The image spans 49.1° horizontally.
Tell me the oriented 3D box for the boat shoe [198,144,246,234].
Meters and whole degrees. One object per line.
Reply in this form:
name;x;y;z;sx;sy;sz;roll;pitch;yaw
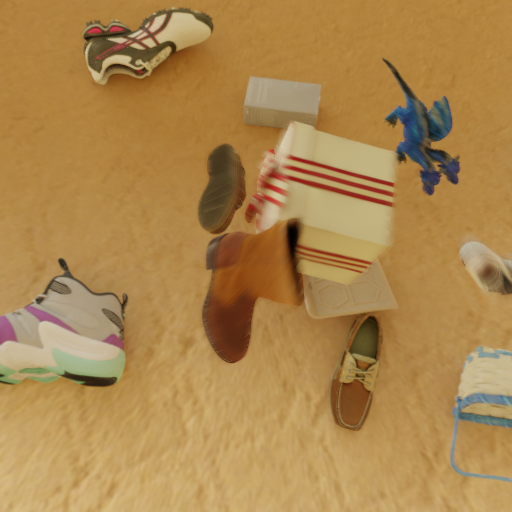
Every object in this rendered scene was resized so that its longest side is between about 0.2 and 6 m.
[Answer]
boat shoe;-0.459;-1.047;9.393;0.704;0.665;1.956;-16;46;27

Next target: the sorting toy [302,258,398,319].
sorting toy;1.680;0.547;10.742;1.709;0.312;1.582;-4;43;-6

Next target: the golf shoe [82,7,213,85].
golf shoe;-2.463;-4.866;13.170;3.105;1.199;1.368;-11;79;2

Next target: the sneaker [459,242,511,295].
sneaker;3.553;0.318;8.082;1.354;0.531;0.537;24;34;-11

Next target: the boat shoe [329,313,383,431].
boat shoe;1.806;1.983;9.996;0.807;0.788;2.134;12;65;5

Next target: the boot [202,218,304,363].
boot;0.067;0.594;8.003;0.746;2.179;2.052;6;84;-33

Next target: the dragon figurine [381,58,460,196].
dragon figurine;2.919;-2.353;9.858;0.772;1.304;2.623;-8;91;-15

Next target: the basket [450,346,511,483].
basket;4.242;2.685;9.273;1.873;1.477;2.124;10;59;9

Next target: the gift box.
gift box;0.918;-0.695;8.932;2.033;2.009;2.177;15;60;-6

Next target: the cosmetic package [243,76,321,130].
cosmetic package;0.591;-3.403;12.585;1.660;0.748;0.886;11;66;2

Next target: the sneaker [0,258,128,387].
sneaker;-4.007;1.088;10.244;3.385;1.316;2.368;6;63;-8
